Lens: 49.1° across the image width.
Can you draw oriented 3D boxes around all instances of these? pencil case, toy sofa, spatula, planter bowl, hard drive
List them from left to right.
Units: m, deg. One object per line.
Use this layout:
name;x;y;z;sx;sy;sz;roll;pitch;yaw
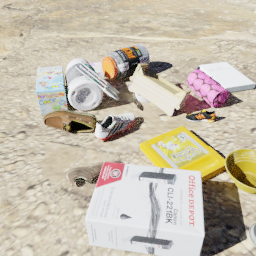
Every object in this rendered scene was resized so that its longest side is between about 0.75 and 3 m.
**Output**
spatula;-1.241;-2.057;12.062;2.228;0.179;1.549;39;20;-13
toy sofa;1.397;-1.736;12.608;2.624;1.281;1.087;34;24;14
pencil case;3.785;-1.926;13.248;1.101;1.067;2.350;-11;41;-17
hard drive;5.142;-2.722;14.790;1.766;0.352;2.677;-10;39;-12
planter bowl;3.956;1.532;8.951;1.815;0.756;1.815;0;38;0

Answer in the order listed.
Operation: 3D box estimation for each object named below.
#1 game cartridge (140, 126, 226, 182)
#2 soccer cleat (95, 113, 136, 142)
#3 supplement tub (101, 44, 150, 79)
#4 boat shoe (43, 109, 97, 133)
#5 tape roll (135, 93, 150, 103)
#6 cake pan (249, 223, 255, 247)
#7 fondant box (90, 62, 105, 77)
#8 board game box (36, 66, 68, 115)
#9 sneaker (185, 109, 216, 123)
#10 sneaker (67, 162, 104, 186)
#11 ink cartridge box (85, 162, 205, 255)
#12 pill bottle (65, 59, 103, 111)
game cartridge;1.951;0.972;9.980;2.138;0.393;2.425;-21;41;-25
soccer cleat;-0.457;-0.228;11.130;2.065;0.879;0.708;-31;47;-33
supplement tub;-0.130;-3.507;14.918;2.385;1.461;1.461;-27;45;-31
boat shoe;-2.358;-0.235;11.217;2.178;0.783;0.740;-1;37;-1
tape roll;0.839;-1.758;13.262;1.021;0.701;1.021;0;37;0
cake pan;3.835;2.938;7.593;1.015;0.186;1.015;0;37;0
fondant box;-1.746;-3.205;15.429;0.864;0.349;1.198;-4;37;-5
board game box;-3.486;-1.774;12.871;1.213;1.191;2.313;-8;38;-10
sneaker;3.073;-0.572;11.837;1.243;0.559;0.435;3;38;4
sneaker;-1.209;1.552;9.257;1.510;0.532;0.570;-10;60;-11
ink cartridge box;0.552;2.183;7.714;2.921;1.223;2.108;6;38;7
pill bottle;-2.121;-2.110;13.034;1.525;1.525;2.696;-9;39;-12
